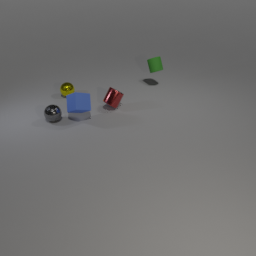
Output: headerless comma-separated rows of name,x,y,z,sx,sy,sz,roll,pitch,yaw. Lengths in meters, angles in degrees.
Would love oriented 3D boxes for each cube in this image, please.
cube,-1.970,-0.998,11.189,0.700,0.700,0.700,-1,-5,-43

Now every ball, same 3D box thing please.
ball,-3.030,-0.597,11.289,0.700,0.700,0.700,0,30,0
ball,-2.919,-1.849,13.482,0.700,0.700,0.700,0,30,0

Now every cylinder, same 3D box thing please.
cylinder,1.397,-3.248,14.388,0.700,0.700,0.700,-14,9,2
cylinder,-0.640,-1.332,12.246,0.700,0.700,0.700,28,8,-4
